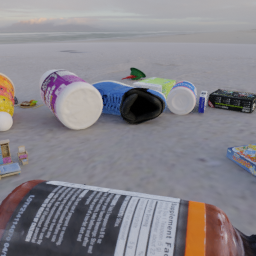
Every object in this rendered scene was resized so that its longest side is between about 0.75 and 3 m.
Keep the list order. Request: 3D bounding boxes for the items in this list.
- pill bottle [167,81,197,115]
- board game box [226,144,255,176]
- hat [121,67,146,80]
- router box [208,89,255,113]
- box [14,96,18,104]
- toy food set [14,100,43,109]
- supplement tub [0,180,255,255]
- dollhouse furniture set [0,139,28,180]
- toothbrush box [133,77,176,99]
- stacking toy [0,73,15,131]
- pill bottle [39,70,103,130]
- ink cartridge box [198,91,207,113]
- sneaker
[{"bbox_3d":[1.929,-1.138,9.870,0.955,0.955,1.702,5,21,13],"label":"pill bottle"},{"bbox_3d":[2.889,0.732,5.844,0.949,0.242,1.402,-7,22,-18],"label":"board game box"},{"bbox_3d":[0.275,-2.608,14.974,1.110,0.977,0.919,28,-10,-6],"label":"hat"},{"bbox_3d":[3.833,-1.005,10.152,1.559,0.484,1.168,14,25,32],"label":"router box"},{"bbox_3d":[-4.729,-1.084,10.805,0.762,0.192,1.066,-11,22,-26],"label":"box"},{"bbox_3d":[-3.684,-0.905,10.310,0.957,0.192,0.660,7,21,18],"label":"toy food set"},{"bbox_3d":[0.087,1.328,2.659,2.613,1.397,1.397,6,21,13],"label":"supplement tub"},{"bbox_3d":[-2.408,0.621,5.740,0.766,0.529,0.811,-11,24,-27],"label":"dollhouse furniture set"},{"bbox_3d":[1.082,-1.575,11.401,1.149,0.679,1.578,14,24,31],"label":"toothbrush box"},{"bbox_3d":[-3.909,-0.593,8.363,1.566,1.566,2.143,-14,44,-34],"label":"stacking toy"},{"bbox_3d":[-1.885,-1.009,8.573,1.365,1.365,2.431,-12,29,-30],"label":"pill bottle"},{"bbox_3d":[2.602,-0.897,9.745,0.227,0.576,1.159,6,20,16],"label":"ink cartridge box"},{"bbox_3d":[-0.255,-0.848,8.814,2.921,1.121,1.625,9,13,6],"label":"sneaker"}]
